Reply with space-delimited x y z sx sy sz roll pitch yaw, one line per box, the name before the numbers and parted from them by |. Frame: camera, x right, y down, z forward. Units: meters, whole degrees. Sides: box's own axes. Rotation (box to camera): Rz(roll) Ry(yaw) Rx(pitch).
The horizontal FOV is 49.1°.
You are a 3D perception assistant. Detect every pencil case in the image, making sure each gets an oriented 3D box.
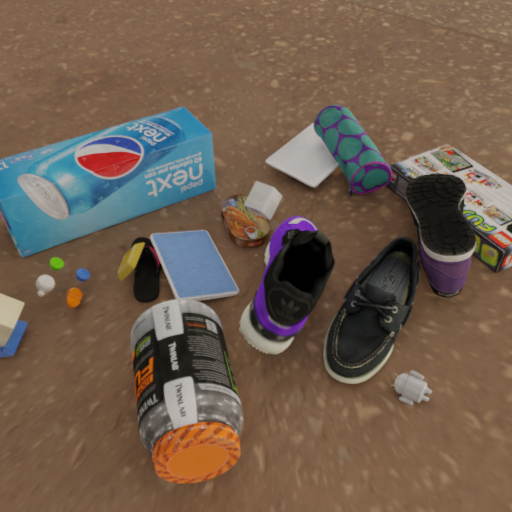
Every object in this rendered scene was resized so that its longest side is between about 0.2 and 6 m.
pencil case | 2.107 -2.379 12.542 0.978 1.062 2.297 -19 52 -4

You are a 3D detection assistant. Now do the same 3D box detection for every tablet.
tablet | -1.183 0.148 10.528 1.213 0.127 1.865 -6 43 -26

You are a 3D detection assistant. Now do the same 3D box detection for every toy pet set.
toy pet set | -4.138 0.816 9.544 1.949 1.035 1.820 26 39 -20

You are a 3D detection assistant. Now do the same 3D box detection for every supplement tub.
supplement tub | -0.995 1.859 7.916 1.416 1.416 2.311 -9 42 -10

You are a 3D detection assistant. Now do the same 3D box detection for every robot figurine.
robot figurine | 2.376 2.019 8.574 0.591 0.334 0.501 22 81 21

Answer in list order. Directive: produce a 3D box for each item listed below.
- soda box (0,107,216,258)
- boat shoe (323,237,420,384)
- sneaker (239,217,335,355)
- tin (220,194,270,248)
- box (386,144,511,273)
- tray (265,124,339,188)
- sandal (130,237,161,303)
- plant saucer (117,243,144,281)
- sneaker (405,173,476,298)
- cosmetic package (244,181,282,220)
soda box | -3.059 -1.618 11.547 4.327 1.468 1.388 -24 49 -23
boat shoe | 2.049 0.758 9.397 1.142 1.013 3.056 27 50 25
sneaker | 0.791 0.078 9.364 1.119 1.600 3.217 26 38 -5
tin | -0.223 -0.725 11.486 0.834 0.312 1.489 -14 45 -9
box | 4.453 -1.125 11.689 1.792 0.565 3.256 -22 48 -21
tray | 1.471 -2.432 13.212 1.374 0.284 2.558 31 51 22
sandal | -2.058 0.161 10.493 0.614 0.369 1.635 -7 44 -7
plant saucer | -2.267 0.079 10.012 0.146 0.602 0.602 32 48 -21
sneaker | 3.372 -0.431 10.519 1.116 1.291 2.948 1 38 14
cosmetic package | 0.140 -1.092 11.059 0.457 0.457 0.554 24 83 30
